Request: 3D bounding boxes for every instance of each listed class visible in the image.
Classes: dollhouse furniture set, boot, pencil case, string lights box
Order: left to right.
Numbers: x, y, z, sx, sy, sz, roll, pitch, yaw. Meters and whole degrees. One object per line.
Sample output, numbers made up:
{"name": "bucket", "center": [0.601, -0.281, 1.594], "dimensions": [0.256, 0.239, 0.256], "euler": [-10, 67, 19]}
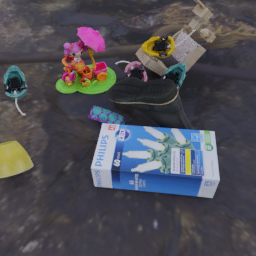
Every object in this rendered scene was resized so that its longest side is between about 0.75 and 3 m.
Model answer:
{"name": "pencil case", "center": [-0.605, -0.285, 8.198], "dimensions": [1.018, 0.433, 0.470], "euler": [22, 56, 12]}
{"name": "boot", "center": [0.565, -0.515, 8.048], "dimensions": [2.469, 1.708, 0.956], "euler": [16, 61, 48]}
{"name": "string lights box", "center": [0.674, 0.777, 7.008], "dimensions": [2.893, 0.853, 1.487], "euler": [4, 48, 5]}
{"name": "dollhouse furniture set", "center": [1.634, -2.782, 8.959], "dimensions": [1.114, 2.517, 1.305], "euler": [20, 32, -42]}

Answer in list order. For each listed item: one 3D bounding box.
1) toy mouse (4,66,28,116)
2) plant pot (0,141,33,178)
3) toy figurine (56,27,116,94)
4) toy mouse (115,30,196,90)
{"name": "toy mouse", "center": [-4.033, -1.043, 8.656], "dimensions": [2.453, 0.534, 2.760], "euler": [35, 70, 6]}
{"name": "plant pot", "center": [-2.883, 0.712, 6.793], "dimensions": [0.995, 0.706, 0.995], "euler": [-10, 9, 2]}
{"name": "toy figurine", "center": [-1.451, -2.244, 8.979], "dimensions": [2.098, 1.931, 1.575], "euler": [-16, 51, -13]}
{"name": "toy mouse", "center": [0.901, -1.699, 9.081], "dimensions": [2.735, 0.529, 2.430], "euler": [-4, 83, 19]}
